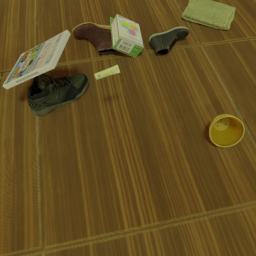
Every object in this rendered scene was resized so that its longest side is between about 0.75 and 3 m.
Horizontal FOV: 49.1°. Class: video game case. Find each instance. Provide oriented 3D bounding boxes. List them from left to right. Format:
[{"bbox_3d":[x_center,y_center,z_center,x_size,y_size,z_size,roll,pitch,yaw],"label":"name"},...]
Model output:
[{"bbox_3d":[-3.542,-2.615,10.818,2.757,0.248,1.974,-13,48,31],"label":"video game case"}]

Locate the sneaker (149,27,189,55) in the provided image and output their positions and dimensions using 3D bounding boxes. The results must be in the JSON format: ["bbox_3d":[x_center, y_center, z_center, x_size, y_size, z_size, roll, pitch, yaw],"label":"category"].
[{"bbox_3d":[2.270,-4.422,14.464,2.148,0.804,1.141,-17,63,-2],"label":"sneaker"}]

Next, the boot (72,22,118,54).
[{"bbox_3d":[-1.673,-4.601,14.459,2.291,0.829,1.906,-6,54,-8],"label":"boot"}]

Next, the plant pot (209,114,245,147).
[{"bbox_3d":[3.835,-0.025,11.182,1.315,1.315,0.933,4,24,3],"label":"plant pot"}]

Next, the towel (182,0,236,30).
[{"bbox_3d":[4.621,-6.538,16.004,2.778,0.507,2.061,20,59,12],"label":"towel"}]

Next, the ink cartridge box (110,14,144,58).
[{"bbox_3d":[-0.112,-4.948,14.403,1.356,0.774,2.611,14,50,-28],"label":"ink cartridge box"}]

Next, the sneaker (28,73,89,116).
[{"bbox_3d":[-2.981,-1.823,12.068,2.943,1.686,1.125,-31,63,-22],"label":"sneaker"}]

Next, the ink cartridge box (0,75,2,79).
[{"bbox_3d":[-6.813,-1.890,12.280,0.770,1.348,2.596,18,57,10],"label":"ink cartridge box"}]

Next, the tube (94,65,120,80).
[{"bbox_3d":[-0.728,-1.933,9.813,0.882,0.256,0.229,-19,88,3],"label":"tube"}]
